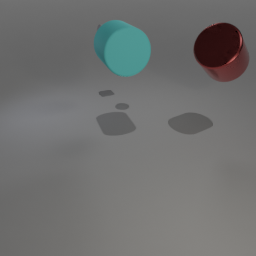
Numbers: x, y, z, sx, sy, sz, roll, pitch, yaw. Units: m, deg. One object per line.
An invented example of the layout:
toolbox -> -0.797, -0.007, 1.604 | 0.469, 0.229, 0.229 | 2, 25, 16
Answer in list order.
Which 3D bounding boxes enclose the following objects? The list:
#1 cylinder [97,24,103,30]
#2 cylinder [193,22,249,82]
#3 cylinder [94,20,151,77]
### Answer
cylinder -> -0.833, -3.888, 11.480 | 0.700, 0.700, 0.700 | -11, 31, -22
cylinder -> 2.900, -2.280, 8.638 | 1.400, 1.400, 1.400 | 20, 2, 32
cylinder -> -0.207, -2.411, 8.408 | 1.400, 1.400, 1.400 | -9, 30, -16
